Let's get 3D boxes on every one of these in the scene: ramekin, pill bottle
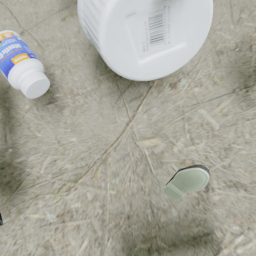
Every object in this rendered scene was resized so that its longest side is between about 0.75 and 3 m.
[{"bbox_3d":[0.437,-2.443,6.222,2.875,2.875,1.401,-20,50,-4],"label":"ramekin"},{"bbox_3d":[-2.543,-1.470,6.612,0.877,0.877,1.566,-39,74,-8],"label":"pill bottle"}]

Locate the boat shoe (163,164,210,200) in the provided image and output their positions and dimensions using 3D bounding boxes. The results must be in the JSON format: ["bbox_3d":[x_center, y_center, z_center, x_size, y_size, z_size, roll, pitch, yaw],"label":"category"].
[{"bbox_3d":[1.115,0.951,5.291,0.495,1.389,0.418,40,56,3],"label":"boat shoe"}]

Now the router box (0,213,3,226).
[{"bbox_3d":[-3.220,1.667,5.469,1.013,1.358,0.347,-25,45,-17],"label":"router box"}]
